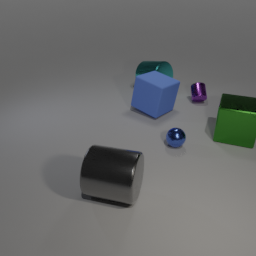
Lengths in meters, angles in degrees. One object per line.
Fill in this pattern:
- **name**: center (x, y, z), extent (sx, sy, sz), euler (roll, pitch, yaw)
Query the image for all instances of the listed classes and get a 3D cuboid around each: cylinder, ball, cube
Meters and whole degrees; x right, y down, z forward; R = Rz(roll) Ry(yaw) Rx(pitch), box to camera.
- **cylinder**: center (3.315, -1.666, 13.127), extent (0.700, 0.700, 0.700), euler (-1, 69, -1)
- **ball**: center (1.684, 0.333, 9.843), extent (0.700, 0.700, 0.700), euler (0, 30, 0)
- **cube**: center (1.171, -1.482, 12.077), extent (1.400, 1.400, 1.400), euler (30, 36, 29)
- **cylinder**: center (-0.387, 1.232, 7.559), extent (1.400, 1.400, 1.400), euler (8, 31, 14)
- **cube**: center (4.001, -0.302, 10.272), extent (1.400, 1.400, 1.400), euler (11, 31, 18)
- **cylinder**: center (1.336, -2.691, 14.241), extent (1.400, 1.400, 1.400), euler (-25, 27, -37)
